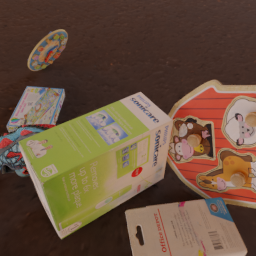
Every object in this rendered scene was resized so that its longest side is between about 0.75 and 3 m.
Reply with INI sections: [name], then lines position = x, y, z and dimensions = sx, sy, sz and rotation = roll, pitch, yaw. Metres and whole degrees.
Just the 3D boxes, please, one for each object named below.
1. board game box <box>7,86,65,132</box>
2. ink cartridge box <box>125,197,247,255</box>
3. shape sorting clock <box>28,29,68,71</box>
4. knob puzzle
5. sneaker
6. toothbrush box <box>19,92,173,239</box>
[board game box]
position = -2.622, -0.537, 8.182
dimensions = 1.179, 0.300, 1.753
rotation = 5, 46, 1
[ink cartridge box]
position = 0.996, 2.078, 5.310
dimensions = 2.003, 0.679, 1.153
rotation = -4, 42, -8
[shape sorting clock]
position = -2.629, -2.549, 9.314
dimensions = 0.339, 1.726, 1.726
rotation = 43, 53, -3
[knob puzzle]
position = 1.754, 0.422, 5.744
dimensions = 3.061, 3.061, 0.424
rotation = 30, 32, 26
[sneaker]
position = -2.168, 0.533, 6.235
dimensions = 0.871, 2.196, 1.049
rotation = -2, 78, -52
[toothbrush box]
position = -0.538, 0.720, 5.766
dimensions = 2.688, 1.957, 1.157
rotation = -25, 50, -26
